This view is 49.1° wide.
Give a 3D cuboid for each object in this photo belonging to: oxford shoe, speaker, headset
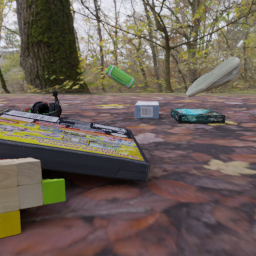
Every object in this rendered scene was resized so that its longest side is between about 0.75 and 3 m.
[{"bbox_3d":[2.837,-1.536,9.276,2.057,0.594,0.773,-33,28,35],"label":"oxford shoe"},{"bbox_3d":[-0.305,-1.991,10.927,1.137,0.503,0.503,30,1,-15],"label":"speaker"},{"bbox_3d":[-3.701,-0.992,12.900,1.404,1.068,2.273,2,20,10],"label":"headset"}]

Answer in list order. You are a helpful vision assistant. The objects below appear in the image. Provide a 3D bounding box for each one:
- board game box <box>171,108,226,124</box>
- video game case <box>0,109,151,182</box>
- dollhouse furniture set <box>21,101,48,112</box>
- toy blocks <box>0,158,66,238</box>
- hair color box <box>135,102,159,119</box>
[{"bbox_3d":[2.971,-0.567,12.372,1.867,0.389,2.761,0,9,2],"label":"board game box"},{"bbox_3d":[-1.189,0.203,5.137,2.810,0.358,2.539,9,10,-8],"label":"video game case"},{"bbox_3d":[-4.986,-0.986,15.144,1.298,0.528,0.699,-26,22,-30],"label":"dollhouse furniture set"},{"bbox_3d":[-1.886,0.680,3.293,1.959,0.979,1.339,-4,-2,-27],"label":"toy blocks"},{"bbox_3d":[0.933,-0.894,13.554,1.091,0.668,2.204,1,10,5],"label":"hair color box"}]
